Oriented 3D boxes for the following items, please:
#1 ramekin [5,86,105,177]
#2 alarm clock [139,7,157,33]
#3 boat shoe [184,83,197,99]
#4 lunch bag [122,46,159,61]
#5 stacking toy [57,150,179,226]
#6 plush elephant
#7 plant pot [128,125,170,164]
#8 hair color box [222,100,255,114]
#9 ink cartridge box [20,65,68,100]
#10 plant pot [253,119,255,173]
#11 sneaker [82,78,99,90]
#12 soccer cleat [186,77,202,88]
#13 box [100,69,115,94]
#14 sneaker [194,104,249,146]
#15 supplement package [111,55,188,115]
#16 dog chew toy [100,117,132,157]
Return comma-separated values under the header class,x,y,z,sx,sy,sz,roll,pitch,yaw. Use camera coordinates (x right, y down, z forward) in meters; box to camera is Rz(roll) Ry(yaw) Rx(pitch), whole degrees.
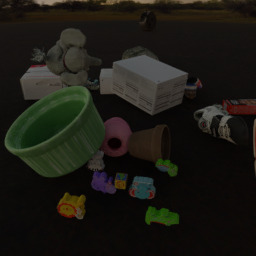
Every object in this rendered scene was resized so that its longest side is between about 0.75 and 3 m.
class,x,y,z,sx,sy,sz,roll,pitch,yaw
ramekin,-2.122,0.127,8.695,2.900,1.417,2.900,-20,35,15
alarm clock,0.650,-3.094,8.288,0.281,0.570,0.845,20,-6,34
boat shoe,3.094,-1.877,14.268,0.744,0.746,2.061,3,12,11
lunch bag,0.843,-4.375,18.572,1.768,1.469,2.108,36,42,23
stacking toy,-0.108,1.623,7.693,2.995,0.704,2.258,6,29,8
plush elephant,-2.038,-2.622,10.735,2.035,2.165,2.629,15,17,31
plant pot,0.679,0.540,9.107,1.167,1.338,1.338,1,26,23
hair color box,5.232,-0.973,12.865,1.546,0.474,0.785,0,26,-1
ink cartridge box,-4.378,-2.534,15.128,2.043,1.173,2.814,-3,27,-5
plant pot,4.792,0.699,7.371,2.573,2.908,2.908,-3,25,19
sneaker,-2.309,-2.523,15.745,1.400,0.604,0.543,2,27,3
soccer cleat,3.318,-2.513,15.867,1.896,0.694,0.647,12,70,52
box,-0.837,-2.611,15.531,1.357,0.948,1.783,0,27,-1
sneaker,3.403,-0.041,10.577,1.278,1.070,2.888,-11,22,-7
supplement package,0.982,-2.197,13.577,2.256,1.606,2.897,-24,45,-38
dog chew toy,-0.436,0.198,9.934,1.218,1.218,1.956,0,21,0
